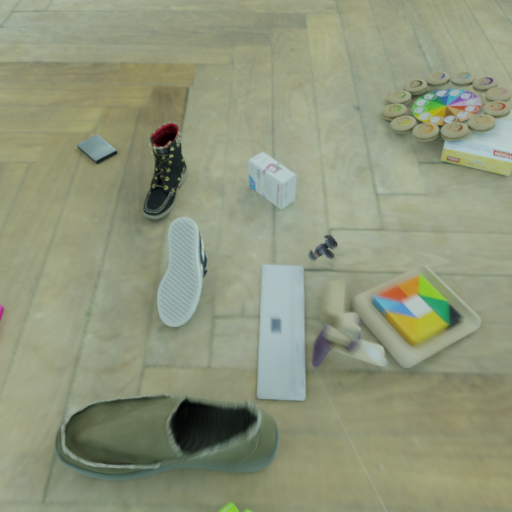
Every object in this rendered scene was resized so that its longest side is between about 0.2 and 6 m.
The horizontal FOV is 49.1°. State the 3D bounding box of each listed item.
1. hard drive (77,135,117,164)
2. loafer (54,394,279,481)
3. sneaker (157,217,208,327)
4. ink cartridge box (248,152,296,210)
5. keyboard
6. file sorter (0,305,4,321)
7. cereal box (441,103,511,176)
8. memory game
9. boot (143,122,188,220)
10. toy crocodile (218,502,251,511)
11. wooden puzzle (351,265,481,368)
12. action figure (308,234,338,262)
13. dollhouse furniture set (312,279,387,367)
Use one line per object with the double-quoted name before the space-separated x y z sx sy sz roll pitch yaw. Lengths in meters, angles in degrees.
"hard drive" -3.991 -2.679 14.050 0.615 0.145 0.881 -36 58 -27
"loafer" -1.405 2.644 8.734 3.533 1.231 1.329 -3 51 -1
"sneaker" -1.393 0.381 11.062 0.843 0.854 2.150 4 74 8
"ink cartridge box" 0.367 -1.706 12.773 0.476 0.813 1.124 -34 57 -25
"keyboard" 0.490 1.334 10.632 0.845 0.160 3.002 -2 49 6
"file sorter" -5.575 1.425 9.774 1.437 1.297 2.068 -2 49 -2
"cereal box" 5.682 -3.053 14.157 1.669 0.459 2.320 16 51 13
"memory game" 4.943 -3.973 14.630 3.287 0.209 3.287 -9 43 9
"boot" -2.084 -1.908 12.519 0.709 1.459 1.938 15 51 12
"toy crocodile" 0.064 4.169 8.016 1.588 0.490 0.536 32 55 19
"wooden puzzle" 3.036 1.055 10.680 1.868 0.348 1.728 -25 54 -19
"action figure" 1.352 -0.163 11.253 0.340 0.980 0.638 38 81 -7
"dollhouse furniture set" 1.928 1.112 10.218 1.273 1.421 1.794 17 47 -6
